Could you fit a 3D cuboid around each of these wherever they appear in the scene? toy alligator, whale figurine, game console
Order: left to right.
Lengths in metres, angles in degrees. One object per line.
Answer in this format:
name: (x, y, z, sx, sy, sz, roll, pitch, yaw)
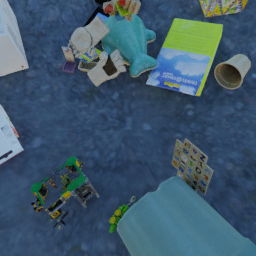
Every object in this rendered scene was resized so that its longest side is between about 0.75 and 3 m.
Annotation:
game console: (-0.727, -4.361, 10.726, 1.662, 0.340, 2.818, 25, 70, 9)
toy alligator: (-0.225, 2.479, 8.217, 0.332, 0.363, 1.225, 15, 63, 49)
whale figurine: (0.023, -2.927, 9.529, 2.022, 1.319, 2.542, -24, 60, -4)

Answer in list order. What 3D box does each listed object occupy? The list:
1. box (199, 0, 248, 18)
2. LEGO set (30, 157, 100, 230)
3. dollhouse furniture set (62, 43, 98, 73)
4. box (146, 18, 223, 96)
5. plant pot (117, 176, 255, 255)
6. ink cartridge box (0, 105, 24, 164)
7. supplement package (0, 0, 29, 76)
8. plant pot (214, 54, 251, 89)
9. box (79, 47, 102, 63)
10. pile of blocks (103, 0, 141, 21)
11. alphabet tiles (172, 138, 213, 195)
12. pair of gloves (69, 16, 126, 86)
box: (3.596, -5.309, 10.778, 1.527, 0.967, 1.585, -9, 70, -3)
LEGO set: (-1.771, 1.898, 8.234, 1.897, 1.099, 1.458, -42, 45, -18)
dollhouse furniture set: (-1.581, -2.576, 9.744, 1.392, 0.988, 1.103, 11, 70, 4)
box: (1.963, -2.372, 9.632, 1.793, 0.701, 2.940, 17, 70, 21)
plant pot: (1.396, 2.939, 6.853, 2.933, 2.933, 2.873, -35, 65, -12)
ink cartridge box: (-4.207, 0.228, 8.950, 1.130, 0.522, 2.074, -33, 74, -12)
supplement package: (-4.844, -3.279, 9.523, 1.898, 1.885, 2.502, -18, 70, -7)
plant pot: (3.675, -2.011, 9.615, 1.026, 1.026, 0.939, 42, 63, 14)
box: (-1.367, -2.636, 10.037, 0.481, 0.188, 0.790, 34, 47, 13)
pile of blocks: (-0.305, -3.500, 8.322, 0.599, 1.928, 0.792, -21, 106, -18)
alphabet tiles: (1.655, 1.029, 7.377, 0.049, 1.540, 1.282, -26, 50, -26)
pair of gloves: (-1.025, -2.377, 8.987, 1.913, 1.626, 0.335, 60, 39, -15)
